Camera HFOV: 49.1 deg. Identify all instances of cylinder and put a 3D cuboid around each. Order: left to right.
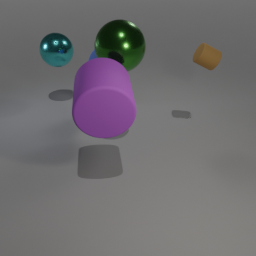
[{"bbox_3d":[-0.578,-0.718,6.584,1.400,1.400,1.400,-3,39,-6],"label":"cylinder"},{"bbox_3d":[2.680,-2.418,9.497,0.700,0.700,0.700,23,26,-14],"label":"cylinder"}]

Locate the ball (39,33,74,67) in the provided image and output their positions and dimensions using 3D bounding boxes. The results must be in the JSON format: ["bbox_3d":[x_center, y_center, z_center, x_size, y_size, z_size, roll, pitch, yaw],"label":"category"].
[{"bbox_3d":[-2.995,-3.267,11.762,1.400,1.400,1.400,0,29,0],"label":"ball"}]

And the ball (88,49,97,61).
[{"bbox_3d":[-0.664,-2.142,9.582,1.400,1.400,1.400,0,29,0],"label":"ball"}]

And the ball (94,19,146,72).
[{"bbox_3d":[-0.215,-2.224,7.670,1.400,1.400,1.400,0,29,0],"label":"ball"}]
